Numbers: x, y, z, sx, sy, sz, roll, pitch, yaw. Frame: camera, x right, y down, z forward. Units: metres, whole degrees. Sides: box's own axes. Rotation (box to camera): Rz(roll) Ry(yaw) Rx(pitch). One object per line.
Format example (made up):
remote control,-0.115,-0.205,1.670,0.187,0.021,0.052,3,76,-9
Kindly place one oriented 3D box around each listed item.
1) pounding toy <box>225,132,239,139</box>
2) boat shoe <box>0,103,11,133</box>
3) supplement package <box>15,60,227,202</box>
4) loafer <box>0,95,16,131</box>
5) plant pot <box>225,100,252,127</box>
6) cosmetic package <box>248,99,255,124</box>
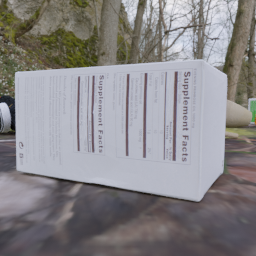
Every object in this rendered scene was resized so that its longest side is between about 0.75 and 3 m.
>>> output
pounding toy,1.751,-0.198,7.736,1.885,1.340,1.735,-12,6,-41
boat shoe,-4.602,-0.266,9.092,0.889,0.961,2.603,-12,9,-42
supplement package,-0.082,-0.060,3.632,2.420,1.325,1.376,3,5,27
loafer,-3.593,-0.339,9.502,2.958,1.038,1.004,21,59,40
plant pot,4.556,-0.534,12.043,1.331,1.246,1.246,13,5,4
cosmetic package,7.211,-0.795,13.492,1.048,1.329,2.471,-3,4,-36
